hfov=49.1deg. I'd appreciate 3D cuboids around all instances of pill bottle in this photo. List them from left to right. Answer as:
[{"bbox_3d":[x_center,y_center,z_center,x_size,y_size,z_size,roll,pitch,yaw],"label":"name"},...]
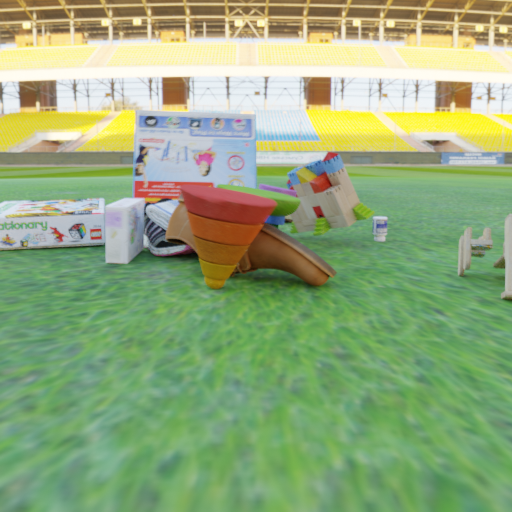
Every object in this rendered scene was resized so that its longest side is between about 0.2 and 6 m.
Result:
[{"bbox_3d":[2.957,-0.640,13.394,0.340,0.567,0.340,0,10,0],"label":"pill bottle"}]

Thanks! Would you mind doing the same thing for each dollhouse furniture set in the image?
[{"bbox_3d":[4.127,0.171,8.690,1.694,1.200,1.845,3,-10,14],"label":"dollhouse furniture set"}]

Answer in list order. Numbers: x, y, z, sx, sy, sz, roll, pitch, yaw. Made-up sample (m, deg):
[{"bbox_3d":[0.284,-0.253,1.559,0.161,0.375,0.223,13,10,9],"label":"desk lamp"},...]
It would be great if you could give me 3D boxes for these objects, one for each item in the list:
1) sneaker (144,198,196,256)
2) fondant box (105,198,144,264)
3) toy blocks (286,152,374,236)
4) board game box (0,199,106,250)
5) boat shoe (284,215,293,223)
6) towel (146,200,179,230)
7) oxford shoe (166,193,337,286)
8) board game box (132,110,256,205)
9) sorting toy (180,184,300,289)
[{"bbox_3d":[-1.880,-0.651,11.902,0.938,1.113,2.544,-5,12,-29],"label":"sneaker"},{"bbox_3d":[-2.611,-0.536,11.242,0.448,1.109,1.538,2,11,-1],"label":"fondant box"},{"bbox_3d":[1.378,-1.434,12.798,1.179,1.613,2.360,-35,16,-30],"label":"toy blocks"},{"bbox_3d":[-5.229,-0.888,14.138,2.766,0.758,4.381,-4,11,-15],"label":"board game box"},{"bbox_3d":[1.076,-1.502,16.989,2.580,0.954,0.953,-3,11,-15],"label":"boat shoe"},{"bbox_3d":[-0.864,-0.610,11.726,2.040,0.331,2.777,30,18,12],"label":"towel"},{"bbox_3d":[-0.171,-0.067,9.436,3.245,1.157,1.158,23,-8,30],"label":"oxford shoe"},{"bbox_3d":[-1.527,-2.087,14.140,3.060,2.997,0.855,1,-12,-6],"label":"board game box"},{"bbox_3d":[-0.152,-0.436,9.967,1.532,1.522,4.418,13,11,13],"label":"sorting toy"}]
